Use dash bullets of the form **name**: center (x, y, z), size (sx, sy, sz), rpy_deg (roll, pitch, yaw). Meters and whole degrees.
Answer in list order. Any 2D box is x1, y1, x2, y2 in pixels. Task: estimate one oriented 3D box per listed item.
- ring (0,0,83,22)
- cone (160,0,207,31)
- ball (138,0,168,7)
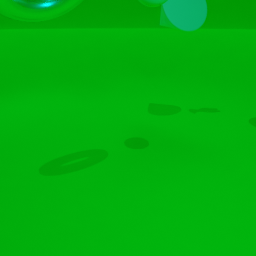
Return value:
- **ring**: center (-1.092, -2.089, 3.555), size (1.774, 1.774, 0.355), rpy_deg (-18, 70, -38)
- **cone**: center (1.291, -3.305, 8.236), size (1.428, 1.428, 1.434), rpy_deg (-9, 1, -22)
- **ball**: center (0.422, -2.393, 4.641), size (0.711, 0.711, 0.711), rpy_deg (0, 22, 0)
